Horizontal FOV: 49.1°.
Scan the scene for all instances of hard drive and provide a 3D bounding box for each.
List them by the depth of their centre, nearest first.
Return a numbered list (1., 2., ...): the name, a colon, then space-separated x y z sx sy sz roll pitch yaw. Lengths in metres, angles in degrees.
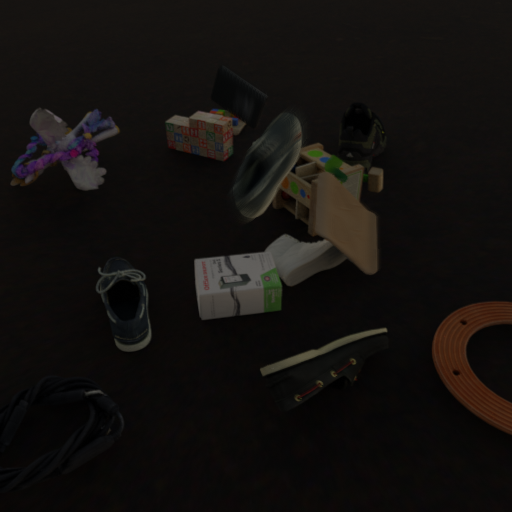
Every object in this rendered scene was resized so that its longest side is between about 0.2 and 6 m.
1. hard drive: -0.411 -3.560 12.608 1.268 0.885 0.208 37 53 8

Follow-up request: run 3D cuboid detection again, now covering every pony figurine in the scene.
1. pony figurine: -4.360 -2.496 13.015 2.368 2.043 2.453 -13 27 40

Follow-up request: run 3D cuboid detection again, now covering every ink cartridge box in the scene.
1. ink cartridge box: -0.337 0.505 9.739 1.399 0.588 1.018 -6 37 -8

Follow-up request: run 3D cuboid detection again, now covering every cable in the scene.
1. cable: -2.863 2.292 7.443 1.953 0.496 1.593 -27 44 -30

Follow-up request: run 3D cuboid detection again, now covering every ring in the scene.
1. ring: 4.080 1.697 8.444 2.794 0.268 2.794 1 37 -1

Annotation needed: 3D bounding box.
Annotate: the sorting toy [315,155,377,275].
1. sorting toy: 1.649 -0.843 10.381 0.316 1.585 2.145 -26 44 38

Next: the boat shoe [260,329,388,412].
1. boat shoe: 1.122 1.617 8.215 2.279 0.834 0.714 -15 75 -34

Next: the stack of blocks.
1. stack of blocks: -1.453 -3.117 14.249 1.704 0.981 0.499 16 40 21

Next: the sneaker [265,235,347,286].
1. sneaker: 0.984 -0.160 10.595 1.734 0.639 1.002 -22 45 -25

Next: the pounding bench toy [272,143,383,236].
1. pounding bench toy: 1.517 -1.592 11.996 2.005 1.246 1.564 -22 42 -27

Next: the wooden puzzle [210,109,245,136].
1. wooden puzzle: -0.901 -3.848 15.788 1.228 0.307 1.326 9 38 11

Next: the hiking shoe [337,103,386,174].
1. hiking shoe: 2.702 -3.174 13.925 1.092 1.452 2.884 10 38 13

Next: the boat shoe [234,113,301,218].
1. boat shoe: 0.174 -1.523 8.811 0.682 0.579 1.873 18 76 26

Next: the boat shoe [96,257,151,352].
1. boat shoe: -2.263 0.637 9.480 0.833 0.688 2.224 -8 38 -11
